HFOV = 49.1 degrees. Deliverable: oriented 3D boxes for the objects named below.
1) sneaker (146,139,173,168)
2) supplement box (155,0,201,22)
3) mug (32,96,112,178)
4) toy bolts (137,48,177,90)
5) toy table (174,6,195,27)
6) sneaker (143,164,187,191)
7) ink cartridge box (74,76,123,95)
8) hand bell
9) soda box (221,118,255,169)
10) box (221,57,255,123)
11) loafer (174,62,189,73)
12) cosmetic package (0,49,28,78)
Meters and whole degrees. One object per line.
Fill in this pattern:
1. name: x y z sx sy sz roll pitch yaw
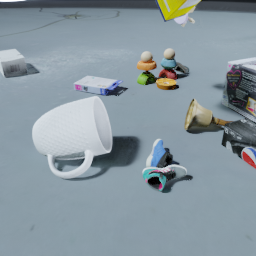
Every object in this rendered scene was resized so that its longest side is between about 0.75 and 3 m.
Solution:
1. sneaker: 0.811 0.613 6.500 0.529 0.365 0.951 5 33 21
2. supplement box: 1.251 -3.118 6.454 0.684 0.688 1.257 -25 4 -20
3. mug: -1.281 0.276 6.344 1.564 1.317 1.784 -13 58 10
4. toy bolts: 1.400 -2.392 10.978 1.757 1.219 1.678 -26 38 -38
5. toy table: 1.763 -3.522 8.787 0.447 0.701 0.763 -1 61 -32
6. sneaker: 0.762 1.023 5.748 0.931 0.389 0.562 -6 24 6
7. ink cartridge box: -1.089 -1.589 10.469 1.623 0.341 0.969 10 31 23
8. hand bell: 2.521 -0.168 7.708 1.733 0.902 0.902 14 31 2
9. soda box: 3.097 0.524 6.390 0.715 0.640 2.019 -14 31 -20
10. box: 4.626 -1.375 8.841 2.675 1.534 1.767 -12 31 -20
11. loafer: 2.256 -2.661 12.383 0.308 0.352 0.978 -28 41 -30
12. cosmetic package: -5.189 -2.888 12.343 1.034 0.743 1.831 -19 35 -27
